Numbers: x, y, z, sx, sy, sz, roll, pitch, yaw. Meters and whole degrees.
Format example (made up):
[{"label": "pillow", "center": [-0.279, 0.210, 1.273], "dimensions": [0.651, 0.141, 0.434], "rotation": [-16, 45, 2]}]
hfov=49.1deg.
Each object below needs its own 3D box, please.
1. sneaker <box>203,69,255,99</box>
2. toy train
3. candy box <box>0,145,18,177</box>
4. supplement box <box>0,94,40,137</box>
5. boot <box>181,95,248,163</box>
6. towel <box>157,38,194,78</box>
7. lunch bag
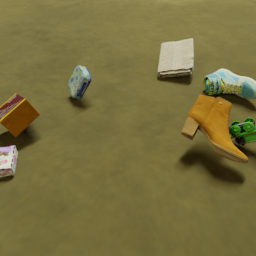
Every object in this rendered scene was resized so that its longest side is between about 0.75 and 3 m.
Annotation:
[{"label": "sneaker", "center": [3.392, -1.356, 9.556], "dimensions": [1.265, 0.770, 1.937], "rotation": [-21, 36, -24]}, {"label": "toy train", "center": [3.833, -0.070, 7.232], "dimensions": [2.431, 0.686, 0.507], "rotation": [-17, 14, 31]}, {"label": "candy box", "center": [-3.243, 0.869, 7.156], "dimensions": [0.695, 0.296, 0.829], "rotation": [-9, 40, -8]}, {"label": "supplement box", "center": [-3.183, -0.387, 7.942], "dimensions": [0.924, 0.622, 0.936], "rotation": [-47, 38, -17]}, {"label": "boot", "center": [2.413, -0.045, 7.158], "dimensions": [1.856, 0.653, 1.329], "rotation": [29, 77, 15]}, {"label": "towel", "center": [1.908, -2.815, 11.104], "dimensions": [1.381, 0.359, 2.083], "rotation": [-3, 51, 16]}, {"label": "lunch bag", "center": [-1.628, -1.520, 9.400], "dimensions": [0.406, 0.985, 0.791], "rotation": [8, 38, -38]}]
